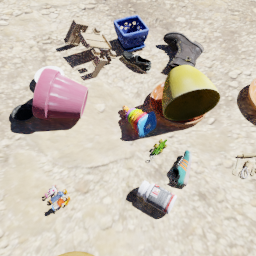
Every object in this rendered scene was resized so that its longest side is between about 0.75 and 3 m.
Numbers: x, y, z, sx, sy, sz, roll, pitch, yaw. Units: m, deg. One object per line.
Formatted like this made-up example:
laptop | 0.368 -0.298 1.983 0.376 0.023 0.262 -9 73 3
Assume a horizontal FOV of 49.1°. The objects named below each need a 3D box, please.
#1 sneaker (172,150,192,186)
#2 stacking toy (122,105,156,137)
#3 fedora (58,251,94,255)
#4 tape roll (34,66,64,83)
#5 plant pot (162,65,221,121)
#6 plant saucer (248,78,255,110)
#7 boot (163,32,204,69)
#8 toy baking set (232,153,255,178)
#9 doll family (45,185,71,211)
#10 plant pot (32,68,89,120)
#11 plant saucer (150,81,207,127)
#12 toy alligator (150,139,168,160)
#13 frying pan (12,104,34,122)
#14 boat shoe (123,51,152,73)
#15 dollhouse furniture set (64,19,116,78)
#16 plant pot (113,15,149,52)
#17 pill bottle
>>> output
sneaker | 1.976 1.404 10.275 0.574 0.513 1.437 14 57 4
stacking toy | 0.286 -0.481 11.510 0.934 0.988 1.702 -34 50 -22
fedora | -1.556 4.704 7.610 2.483 1.013 2.483 3 49 -3
tape roll | -3.582 -2.251 12.920 1.347 0.471 1.347 0 54 0
plant pot | 2.256 -1.496 10.979 2.219 2.219 1.575 -9 62 -7
plant saucer | 6.671 -1.204 12.127 2.941 0.550 2.941 0 55 -1
boot | 2.474 -3.634 13.697 2.376 0.822 2.068 26 58 15
toy baking set | 4.548 1.400 10.495 1.373 0.160 1.054 0 54 0
doll family | -2.359 2.419 9.661 0.670 0.486 1.080 -35 44 -14
plant pot | -2.627 -1.220 11.336 1.824 2.038 2.038 14 55 -4
plant saucer | 2.207 -1.082 12.125 2.535 0.409 2.535 0 55 -1
toy alligator | 1.148 0.826 10.837 0.374 0.271 1.128 49 63 -7
frying pan | -4.286 -0.860 12.059 0.981 0.264 1.622 20 52 11
boat shoe | 0.449 -3.354 13.633 1.734 0.586 0.623 37 61 24
dollhouse furniture set | -1.767 -3.828 13.812 1.473 1.258 2.842 -8 58 -44
plant pot | 0.146 -4.695 14.184 1.400 1.259 1.400 -19 57 -13
pill bottle | 0.971 2.321 9.500 1.222 0.708 0.708 26 59 17
